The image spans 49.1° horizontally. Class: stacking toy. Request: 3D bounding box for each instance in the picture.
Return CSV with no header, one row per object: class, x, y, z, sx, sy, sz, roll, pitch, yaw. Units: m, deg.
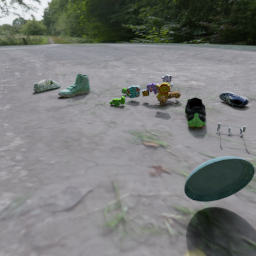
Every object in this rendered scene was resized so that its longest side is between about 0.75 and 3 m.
stacking toy,0.728,-1.842,13.401,2.889,0.679,2.178,-8,18,18

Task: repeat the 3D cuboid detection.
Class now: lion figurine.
lion figurine,2.010,-1.519,13.235,1.529,0.554,0.936,-20,11,-18

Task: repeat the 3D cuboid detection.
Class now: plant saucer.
plant saucer,1.775,1.000,5.543,1.408,1.408,0.193,-3,44,-8

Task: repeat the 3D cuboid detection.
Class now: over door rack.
over door rack,3.410,0.073,9.377,0.847,0.382,1.146,7,1,17

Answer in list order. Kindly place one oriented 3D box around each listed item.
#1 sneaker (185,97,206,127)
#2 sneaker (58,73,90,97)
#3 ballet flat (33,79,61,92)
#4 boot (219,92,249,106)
sneaker,2.680,-0.776,10.904,0.874,0.954,2.277,2,21,5
sneaker,-2.837,-2.281,14.595,1.888,1.114,0.695,-21,31,-40
ballet flat,-4.494,-2.438,15.740,0.655,0.655,1.825,14,24,32
boot,4.801,-1.344,12.974,1.418,0.516,0.640,20,23,40
